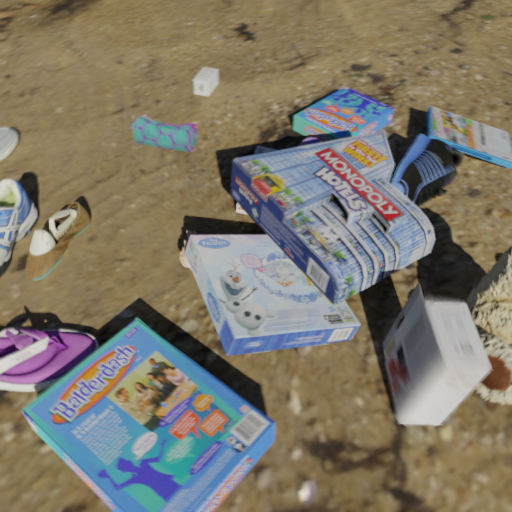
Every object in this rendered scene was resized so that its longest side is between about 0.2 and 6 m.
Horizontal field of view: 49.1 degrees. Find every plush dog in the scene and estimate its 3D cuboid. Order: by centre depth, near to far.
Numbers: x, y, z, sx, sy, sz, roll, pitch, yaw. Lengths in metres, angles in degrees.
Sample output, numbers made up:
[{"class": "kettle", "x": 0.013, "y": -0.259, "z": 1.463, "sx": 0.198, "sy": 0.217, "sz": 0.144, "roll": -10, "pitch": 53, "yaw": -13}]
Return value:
[{"class": "plush dog", "x": 4.542, "y": 1.377, "z": 9.187, "sx": 2.264, "sy": 2.114, "sz": 2.635, "roll": 23, "pitch": 77, "yaw": 3}]

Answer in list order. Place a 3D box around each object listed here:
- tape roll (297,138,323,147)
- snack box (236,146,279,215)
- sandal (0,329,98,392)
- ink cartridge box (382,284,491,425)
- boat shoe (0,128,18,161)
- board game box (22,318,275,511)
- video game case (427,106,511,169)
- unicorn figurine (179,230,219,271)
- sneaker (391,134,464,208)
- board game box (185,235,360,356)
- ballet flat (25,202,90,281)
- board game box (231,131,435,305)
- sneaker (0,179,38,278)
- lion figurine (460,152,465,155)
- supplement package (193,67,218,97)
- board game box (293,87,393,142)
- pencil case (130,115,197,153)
[{"class": "tape roll", "x": 1.302, "y": -2.027, "z": 12.553, "sx": 1.160, "sy": 0.493, "sz": 1.160, "roll": 15, "pitch": 60, "yaw": -29}, {"class": "snack box", "x": 0.176, "y": -1.743, "z": 12.943, "sx": 0.813, "sy": 0.275, "sz": 2.263, "roll": 13, "pitch": 47, "yaw": 3}, {"class": "sandal", "x": -4.190, "y": 1.624, "z": 9.382, "sx": 2.958, "sy": 0.727, "sz": 1.204, "roll": -2, "pitch": 46, "yaw": -2}, {"class": "ink cartridge box", "x": 2.686, "y": 1.528, "z": 8.690, "sx": 0.723, "sy": 1.725, "sz": 1.515, "roll": 5, "pitch": 47, "yaw": -10}, {"class": "boat shoe", "x": -6.664, "y": -2.591, "z": 13.454, "sx": 0.776, "sy": 0.793, "sz": 2.226, "roll": 20, "pitch": 49, "yaw": 18}, {"class": "board game box", "x": -1.606, "y": 2.576, "z": 8.474, "sx": 3.058, "sy": 0.688, "sz": 2.326, "roll": 32, "pitch": 53, "yaw": 27}, {"class": "video game case", "x": 5.267, "y": -2.956, "z": 13.864, "sx": 2.137, "sy": 0.190, "sz": 1.529, "roll": 19, "pitch": 45, "yaw": 0}, {"class": "unicorn figurine", "x": -0.665, "y": 0.258, "z": 10.757, "sx": 1.775, "sy": 0.656, "sz": 1.219, "roll": 19, "pitch": 57, "yaw": 3}, {"class": "sneaker", "x": 3.707, "y": -1.656, "z": 12.384, "sx": 1.150, "sy": 1.035, "sz": 2.951, "roll": 25, "pitch": 54, "yaw": 16}, {"class": "board game box", "x": 0.239, "y": 0.579, "z": 10.053, "sx": 2.455, "sy": 0.533, "sz": 2.443, "roll": -1, "pitch": 44, "yaw": -28}, {"class": "ballet flat", "x": -4.086, "y": -0.404, "z": 11.364, "sx": 0.671, "sy": 0.716, "sz": 1.979, "roll": 13, "pitch": 47, "yaw": 22}, {"class": "board game box", "x": 1.789, "y": -1.117, "z": 10.908, "sx": 3.324, "sy": 1.026, "sz": 3.326, "roll": -26, "pitch": 56, "yaw": -25}, {"class": "sneaker", "x": -5.354, "y": -0.425, "z": 11.162, "sx": 1.040, "sy": 1.058, "sz": 2.746, "roll": 6, "pitch": 47, "yaw": 4}, {"class": "lion figurine", "x": 4.877, "y": -2.703, "z": 13.913, "sx": 0.631, "sy": 0.373, "sz": 1.030, "roll": -12, "pitch": 57, "yaw": -44}, {"class": "supplement package", "x": -1.435, "y": -4.988, "z": 16.029, "sx": 0.462, "sy": 0.460, "sz": 0.787, "roll": 14, "pitch": 47, "yaw": 13}, {"class": "board game box", "x": 2.279, "y": -3.576, "z": 14.632, "sx": 1.633, "sy": 0.483, "sz": 2.148, "roll": 35, "pitch": 55, "yaw": 29}, {"class": "pencil case", "x": -2.271, "y": -3.042, "z": 13.941, "sx": 1.587, "sy": 0.733, "sz": 0.675, "roll": 12, "pitch": 15, "yaw": 9}]
